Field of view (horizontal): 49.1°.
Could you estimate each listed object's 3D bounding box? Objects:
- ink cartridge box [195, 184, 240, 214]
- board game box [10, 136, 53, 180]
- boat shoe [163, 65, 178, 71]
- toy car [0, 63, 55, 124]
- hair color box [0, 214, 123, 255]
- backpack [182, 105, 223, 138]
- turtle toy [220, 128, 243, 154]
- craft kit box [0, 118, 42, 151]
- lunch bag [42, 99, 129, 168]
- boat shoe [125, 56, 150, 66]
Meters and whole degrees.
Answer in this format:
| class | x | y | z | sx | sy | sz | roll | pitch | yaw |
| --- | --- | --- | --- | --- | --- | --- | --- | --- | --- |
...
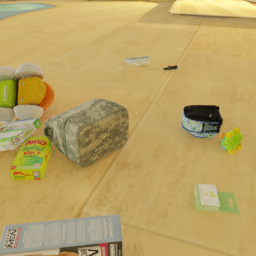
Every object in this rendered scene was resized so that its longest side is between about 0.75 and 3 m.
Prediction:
| class | x | y | z | sx | sy | sz | roll | pitch | yaw |
| --- | --- | --- | --- | --- | --- | --- | --- | --- | --- |
| ink cartridge box | 2.510 | 1.992 | 7.933 | 1.151 | 0.276 | 0.838 | 2 | 32 | 7 |
| board game box | -3.174 | 0.961 | 9.389 | 0.933 | 0.437 | 1.837 | -1 | 32 | -2 |
| boat shoe | 2.539 | -3.626 | 16.810 | 0.947 | 0.314 | 0.354 | -2 | 32 | -4 |
| toy car | -4.333 | -1.317 | 11.716 | 2.641 | 2.311 | 1.980 | -4 | -10 | 17 |
| hair color box | -1.342 | 2.626 | 6.016 | 2.431 | 1.203 | 0.737 | -4 | 32 | -6 |
| backpack | 2.775 | -0.247 | 10.749 | 1.404 | 1.032 | 1.285 | 5 | 33 | 5 |
| turtle toy | 3.738 | 0.394 | 10.081 | 1.142 | 0.832 | 0.577 | -22 | 17 | -32 |
| craft kit box | -4.276 | 0.243 | 10.162 | 1.681 | 0.408 | 1.660 | -6 | 25 | 27 |
| lunch bag | -1.415 | -0.037 | 9.769 | 2.064 | 1.714 | 2.460 | 27 | 40 | 35 |
| boat shoe | 0.607 | -4.063 | 17.282 | 1.552 | 0.518 | 0.571 | -3 | 32 | 6 |
